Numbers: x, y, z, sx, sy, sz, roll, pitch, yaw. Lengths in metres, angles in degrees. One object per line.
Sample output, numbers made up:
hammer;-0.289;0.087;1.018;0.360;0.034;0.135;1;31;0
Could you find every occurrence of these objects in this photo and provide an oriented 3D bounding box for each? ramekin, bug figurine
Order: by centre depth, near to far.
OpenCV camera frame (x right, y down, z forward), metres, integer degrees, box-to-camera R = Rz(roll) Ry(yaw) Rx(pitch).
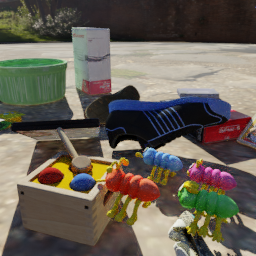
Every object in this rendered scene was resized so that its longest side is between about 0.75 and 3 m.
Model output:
bug figurine;0.727;0.818;4.402;1.910;0.634;2.463;15;11;18
ramekin;-3.904;-1.935;11.327;2.960;1.446;2.960;0;21;0

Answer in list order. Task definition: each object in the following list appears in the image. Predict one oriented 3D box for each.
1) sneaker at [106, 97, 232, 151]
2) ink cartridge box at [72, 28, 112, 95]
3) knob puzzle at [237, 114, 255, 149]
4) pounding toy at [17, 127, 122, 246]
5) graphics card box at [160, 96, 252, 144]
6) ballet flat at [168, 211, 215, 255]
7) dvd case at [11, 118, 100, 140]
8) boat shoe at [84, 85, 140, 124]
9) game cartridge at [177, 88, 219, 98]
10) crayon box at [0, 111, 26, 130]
sneaker;0.915;-0.033;6.635;2.945;1.147;1.033;-1;-16;13
ink cartridge box;-1.623;-3.022;12.425;1.122;2.710;1.985;-10;23;-26
knob puzzle;3.640;-0.081;6.596;1.886;0.262;1.886;-30;33;22
pounding toy;-0.882;0.807;4.537;1.400;1.081;1.521;7;22;17
graphics card box;2.139;-0.328;8.235;1.542;0.625;2.457;-8;21;-20
ballet flat;0.785;1.493;3.617;0.465;0.419;1.234;9;21;-15
dvd case;-1.475;0.069;6.356;1.642;0.202;2.301;-3;-6;-7
boat shoe;-0.554;-0.660;9.082;0.798;0.850;2.362;-26;5;46
game cartridge;2.904;-1.442;11.735;1.590;0.305;1.031;1;25;2
crayon box;-3.711;-0.229;8.460;0.673;0.269;1.061;16;27;37
